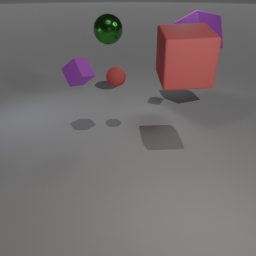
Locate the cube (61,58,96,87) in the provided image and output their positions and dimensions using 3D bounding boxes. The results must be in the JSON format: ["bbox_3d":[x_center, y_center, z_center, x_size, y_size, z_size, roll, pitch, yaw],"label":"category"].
[{"bbox_3d":[-1.679,-1.894,9.514,0.700,0.700,0.700,-28,-4,34],"label":"cube"}]

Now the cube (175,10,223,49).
[{"bbox_3d":[3.001,-3.978,11.954,1.400,1.400,1.400,-3,-1,-30],"label":"cube"}]

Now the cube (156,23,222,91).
[{"bbox_3d":[1.579,-1.992,7.753,1.400,1.400,1.400,-3,35,-2],"label":"cube"}]

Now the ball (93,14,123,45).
[{"bbox_3d":[-0.952,-4.718,13.396,1.400,1.400,1.400,0,28,0],"label":"ball"}]

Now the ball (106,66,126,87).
[{"bbox_3d":[-0.421,-1.806,9.841,0.700,0.700,0.700,0,28,0],"label":"ball"}]
